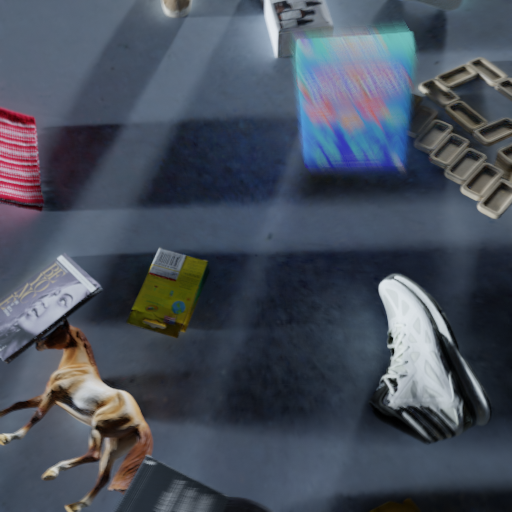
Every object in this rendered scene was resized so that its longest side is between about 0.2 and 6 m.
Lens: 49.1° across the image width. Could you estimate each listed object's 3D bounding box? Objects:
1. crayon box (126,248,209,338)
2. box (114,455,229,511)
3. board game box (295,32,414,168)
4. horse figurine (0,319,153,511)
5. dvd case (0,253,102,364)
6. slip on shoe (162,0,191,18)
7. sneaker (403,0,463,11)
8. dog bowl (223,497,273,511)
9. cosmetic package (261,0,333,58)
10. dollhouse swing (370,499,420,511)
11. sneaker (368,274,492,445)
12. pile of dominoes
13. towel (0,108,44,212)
[{"bbox_3d":[-1.325,0.601,8.526,0.843,0.337,1.328,16,61,9],"label":"crayon box"},{"bbox_3d":[-0.873,2.453,4.711,0.856,0.478,1.213,27,39,3],"label":"box"},{"bbox_3d":[1.433,-2.195,8.245,1.566,2.059,0.463,0,52,10],"label":"board game box"},{"bbox_3d":[-2.305,2.130,7.400,2.689,0.671,1.782,29,48,24],"label":"horse figurine"},{"bbox_3d":[-3.247,0.722,8.336,1.646,0.131,1.224,-40,46,-20],"label":"dvd case"},{"bbox_3d":[-1.776,-6.101,12.071,0.827,0.659,2.176,-3,61,-2],"label":"slip on shoe"},{"bbox_3d":[3.446,-6.200,12.011,2.286,0.841,1.348,22,68,1],"label":"sneaker"},{"bbox_3d":[-0.323,3.765,6.299,2.137,0.627,2.137,8,49,-9],"label":"dog bowl"},{"bbox_3d":[0.726,-5.391,11.655,1.149,0.705,2.784,-8,61,-6],"label":"cosmetic package"},{"bbox_3d":[1.676,3.903,6.760,1.246,1.095,1.132,-22,22,-11],"label":"dollhouse swing"},{"bbox_3d":[2.035,1.429,7.741,1.372,0.900,2.385,-20,65,-13],"label":"sneaker"},{"bbox_3d":[4.133,-2.108,10.133,2.643,0.540,3.391,-25,56,-13],"label":"pile of dominoes"},{"bbox_3d":[-4.332,-1.740,9.387,1.476,0.230,2.041,12,51,-43],"label":"towel"}]
